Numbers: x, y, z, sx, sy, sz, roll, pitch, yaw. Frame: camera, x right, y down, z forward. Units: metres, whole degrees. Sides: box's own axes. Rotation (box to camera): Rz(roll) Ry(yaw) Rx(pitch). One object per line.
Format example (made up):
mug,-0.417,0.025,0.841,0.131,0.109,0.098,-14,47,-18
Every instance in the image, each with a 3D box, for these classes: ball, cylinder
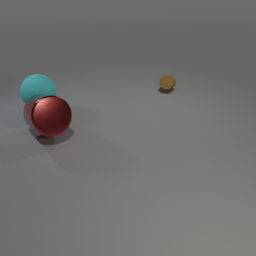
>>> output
ball,-3.619,-1.465,11.348,1.400,1.400,1.400,0,30,0
cylinder,2.014,-2.310,14.141,0.700,0.700,0.700,12,14,20
cylinder,-2.900,-0.490,10.046,1.400,1.400,1.400,-18,16,-28
